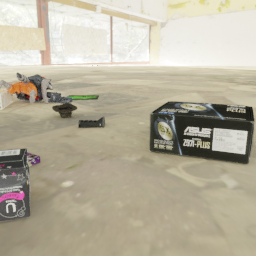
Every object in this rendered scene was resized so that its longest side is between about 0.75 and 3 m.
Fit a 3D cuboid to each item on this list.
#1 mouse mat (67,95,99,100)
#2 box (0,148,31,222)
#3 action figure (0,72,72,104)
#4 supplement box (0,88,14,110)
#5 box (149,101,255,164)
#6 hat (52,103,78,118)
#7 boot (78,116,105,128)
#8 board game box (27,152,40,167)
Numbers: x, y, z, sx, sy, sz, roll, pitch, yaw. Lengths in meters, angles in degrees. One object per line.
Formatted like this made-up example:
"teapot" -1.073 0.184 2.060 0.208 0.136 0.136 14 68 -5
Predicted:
"mouse mat" -2.233 -1.502 13.694 1.567 0.059 1.261 -2 16 -2
"box" -2.086 0.817 3.903 1.351 0.775 0.892 -4 14 -17
"action figure" -3.801 -1.733 11.969 2.731 1.429 2.642 5 16 6
"supplement box" -5.457 -1.192 11.429 1.094 0.638 1.736 -2 15 -7
"box" 1.760 -0.005 6.582 2.140 0.922 1.753 6 16 21
"hat" -2.165 -0.554 9.680 0.911 0.367 0.911 0 24 0
"boot" -1.099 -0.175 8.552 0.781 0.256 0.644 -5 14 0
"board game box" -2.400 0.714 5.448 0.700 0.188 1.167 6 16 34
